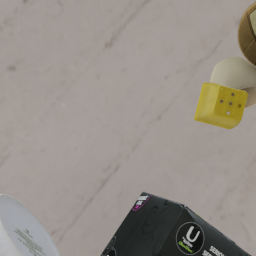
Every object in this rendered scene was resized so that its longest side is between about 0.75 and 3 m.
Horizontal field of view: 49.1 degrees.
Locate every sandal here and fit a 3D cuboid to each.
[{"bbox_3d":[3.248,-1.763,6.128,2.739,1.100,0.740,31,46,-34],"label":"sandal"}]

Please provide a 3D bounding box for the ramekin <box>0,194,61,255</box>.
[{"bbox_3d":[-2.157,2.283,4.976,1.149,2.468,2.468,-39,82,-10],"label":"ramekin"}]

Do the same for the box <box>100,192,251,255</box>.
[{"bbox_3d":[0.462,2.911,5.019,1.800,2.151,2.896,39,76,-9],"label":"box"}]

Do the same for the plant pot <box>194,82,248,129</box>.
[{"bbox_3d":[1.902,-0.458,5.568,0.836,0.737,0.836,14,91,-3],"label":"plant pot"}]

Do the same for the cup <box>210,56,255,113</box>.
[{"bbox_3d":[2.555,-1.102,6.742,1.410,1.410,1.008,-8,71,-1],"label":"cup"}]
